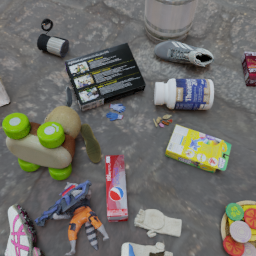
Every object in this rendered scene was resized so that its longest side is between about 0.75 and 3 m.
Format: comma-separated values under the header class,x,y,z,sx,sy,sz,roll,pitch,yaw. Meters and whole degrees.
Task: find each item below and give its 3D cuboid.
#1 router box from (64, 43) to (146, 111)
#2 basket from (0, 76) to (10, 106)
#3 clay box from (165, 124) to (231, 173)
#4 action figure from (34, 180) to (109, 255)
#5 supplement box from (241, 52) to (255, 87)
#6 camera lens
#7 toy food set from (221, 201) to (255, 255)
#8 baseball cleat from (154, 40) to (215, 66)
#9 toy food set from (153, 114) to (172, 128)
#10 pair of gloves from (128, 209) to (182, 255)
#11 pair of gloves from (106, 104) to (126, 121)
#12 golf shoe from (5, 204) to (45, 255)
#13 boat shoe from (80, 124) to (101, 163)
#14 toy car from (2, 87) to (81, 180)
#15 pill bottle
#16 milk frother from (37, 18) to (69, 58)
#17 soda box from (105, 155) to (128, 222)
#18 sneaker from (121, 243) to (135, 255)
class,x,y,z,sx,sy,sz,roll,pitch,yaw
router box,-0.979,-2.223,12.066,2.930,0.748,2.185,-19,78,-11
basket,-6.528,-2.005,11.242,2.535,2.512,2.038,-21,60,-12
clay box,2.681,0.827,10.716,2.237,0.532,1.285,21,60,10
action figure,-1.826,2.972,9.393,2.454,1.284,2.374,-32,54,15
supplement box,5.795,-2.682,12.767,0.914,0.511,1.680,2,61,1
camera lens,1.982,-5.673,13.074,2.364,2.955,2.364,0,60,0
toy food set,4.146,3.482,9.178,2.222,0.546,2.245,-2,61,-1
baseball cleat,2.538,-3.394,12.668,2.742,0.956,1.459,7,19,4
toy food set,1.479,-0.261,11.601,0.843,0.133,0.536,-10,61,-15
pair of gloves,0.855,3.644,9.217,1.601,0.330,1.882,17,61,10
pair of gloves,-0.514,-0.664,11.842,0.733,0.104,0.912,11,60,8
golf shoe,-3.436,3.679,8.837,1.199,0.946,2.604,-24,63,-13
boat shoe,-1.410,0.589,10.871,0.563,0.518,1.575,-23,81,-1
toy car,-2.721,-0.086,10.307,2.365,2.462,2.998,14,51,8
pill bottle,2.270,-1.402,11.589,2.282,1.266,1.266,1,60,1
milk frother,-3.474,-4.242,13.189,1.286,1.368,1.234,19,58,10
soda box,-0.407,2.095,9.846,0.702,0.775,2.214,-3,60,-2
sneaker,0.627,4.591,8.238,1.375,0.949,2.471,-12,67,-1
